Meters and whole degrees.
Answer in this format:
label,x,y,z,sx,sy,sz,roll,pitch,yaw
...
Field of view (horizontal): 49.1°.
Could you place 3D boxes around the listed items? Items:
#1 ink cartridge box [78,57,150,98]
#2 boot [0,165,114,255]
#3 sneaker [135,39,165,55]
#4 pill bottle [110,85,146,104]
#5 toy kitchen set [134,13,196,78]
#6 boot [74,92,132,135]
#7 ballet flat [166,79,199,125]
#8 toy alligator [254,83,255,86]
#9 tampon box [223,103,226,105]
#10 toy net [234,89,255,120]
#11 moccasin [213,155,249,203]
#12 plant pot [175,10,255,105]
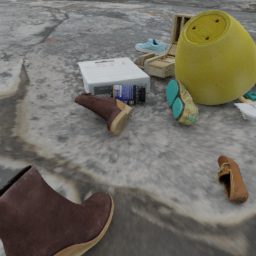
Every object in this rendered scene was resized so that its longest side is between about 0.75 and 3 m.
label,x,y,z,sx,sy,sz,roll,pitch,yaw
ink cartridge box,-0.642,-2.001,10.861,2.257,0.792,2.777,-9,26,-14
boot,-1.098,1.273,4.500,0.741,1.704,2.048,-2,29,37
sneaker,1.147,-4.194,14.170,1.729,0.708,0.639,20,36,28
pill bottle,0.011,-1.107,9.344,1.149,0.643,0.643,1,32,2
toy kitchen set,1.380,-3.558,11.747,1.991,2.202,2.440,21,34,31
boot,-0.817,-0.481,8.098,1.625,0.707,1.953,18,20,4
ballet flat,1.734,-0.806,8.888,0.823,0.823,2.329,0,32,-1
toy alligator,4.781,-1.853,9.973,0.799,0.579,2.411,1,12,24
tampon box,2.970,-1.981,9.673,1.179,1.400,1.868,-39,40,-2
toy net,4.044,-0.836,9.142,1.338,0.493,2.551,16,37,9
moccasin,2.169,1.079,6.115,0.497,0.471,1.286,7,41,-5
plant pot,2.704,-2.477,9.051,2.862,2.032,2.862,-13,56,20
